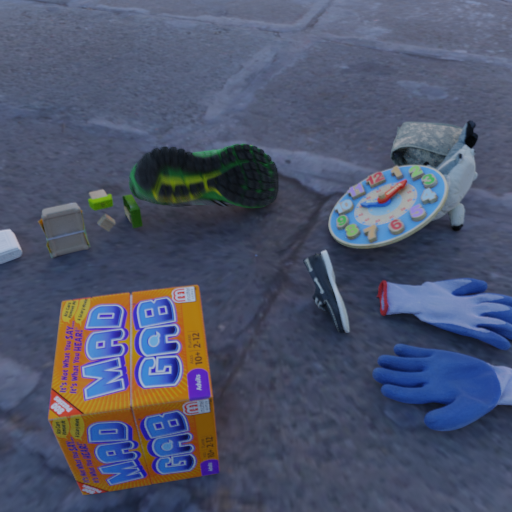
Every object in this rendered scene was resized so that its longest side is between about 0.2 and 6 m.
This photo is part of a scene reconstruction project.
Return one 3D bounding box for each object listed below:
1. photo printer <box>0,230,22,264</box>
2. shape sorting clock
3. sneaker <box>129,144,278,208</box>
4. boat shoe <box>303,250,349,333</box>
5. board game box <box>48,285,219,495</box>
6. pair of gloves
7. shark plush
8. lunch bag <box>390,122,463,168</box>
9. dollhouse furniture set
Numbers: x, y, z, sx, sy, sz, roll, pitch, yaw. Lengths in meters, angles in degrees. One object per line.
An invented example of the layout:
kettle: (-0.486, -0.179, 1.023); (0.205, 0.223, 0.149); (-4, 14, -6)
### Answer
photo printer: (-5.020, -0.188, 10.978); (0.658, 0.275, 0.791); (-24, 47, -23)
shape sorting clock: (2.546, -1.033, 11.061); (2.419, 0.475, 2.419); (-25, 28, 15)
sneaker: (-1.020, -1.638, 11.637); (3.341, 1.303, 1.423); (1, -2, -29)
boat shoe: (1.223, 0.666, 9.808); (0.488, 0.611, 1.617); (-18, 52, 8)
board game box: (-1.552, 1.787, 7.586); (1.864, 1.866, 1.864); (-7, 42, -7)
pair of gloves: (3.218, 1.472, 9.099); (2.579, 0.366, 3.209); (6, 41, 9)
shark plush: (3.872, -1.831, 11.679); (1.147, 1.251, 2.753); (12, 76, 48)
lunch bag: (3.974, -2.409, 12.919); (1.692, 0.995, 1.388); (18, 45, 12)
dollhouse furniture set: (-3.322, -0.745, 11.203); (1.931, 0.965, 0.745); (-16, 32, -20)
